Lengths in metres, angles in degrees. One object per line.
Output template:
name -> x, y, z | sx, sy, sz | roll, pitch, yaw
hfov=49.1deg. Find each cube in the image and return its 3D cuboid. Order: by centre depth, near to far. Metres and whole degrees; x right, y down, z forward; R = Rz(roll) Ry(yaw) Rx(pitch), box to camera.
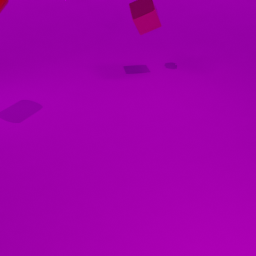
cube -> 0.652, -4.250, 10.555 | 0.888, 0.888, 0.888 | -18, 63, 15

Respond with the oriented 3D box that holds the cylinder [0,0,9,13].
cylinder -> -3.406, -2.752, 6.105 | 1.105, 1.105, 1.105 | 24, 78, 32
